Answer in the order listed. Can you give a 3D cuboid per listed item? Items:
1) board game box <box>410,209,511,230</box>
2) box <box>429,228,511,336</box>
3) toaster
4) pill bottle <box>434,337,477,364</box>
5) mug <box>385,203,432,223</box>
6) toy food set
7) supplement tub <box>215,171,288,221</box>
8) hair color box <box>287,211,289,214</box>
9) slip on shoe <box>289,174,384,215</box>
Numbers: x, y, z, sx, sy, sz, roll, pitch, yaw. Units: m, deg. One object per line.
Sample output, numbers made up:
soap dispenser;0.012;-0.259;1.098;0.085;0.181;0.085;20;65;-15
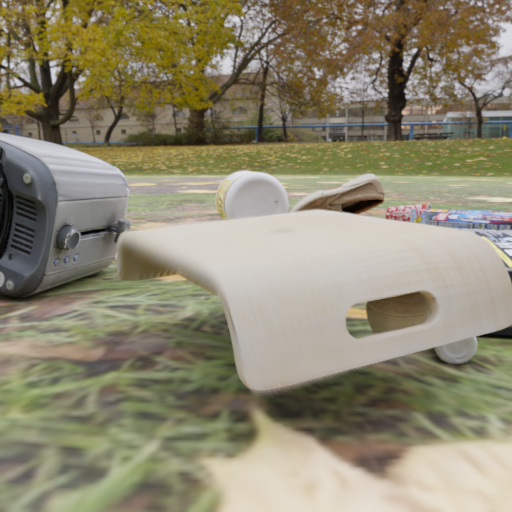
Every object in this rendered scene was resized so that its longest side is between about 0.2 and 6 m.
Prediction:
board game box;3.682;-0.397;9.723;2.209;0.682;2.211;5;11;26
box;3.064;0.180;6.382;2.419;0.737;3.001;0;10;12
toaster;-3.301;-0.709;7.535;3.217;1.828;2.078;18;12;20
pill bottle;1.639;0.672;4.760;0.335;0.335;0.560;1;10;8
mug;3.484;-0.787;12.716;0.933;0.828;0.622;1;46;31
toy food set;0.213;0.224;4.676;2.130;0.897;2.968;-8;12;-26
supplement tub;-0.153;-1.150;12.075;1.333;1.333;1.846;-2;10;-13
hair color box;0.234;-0.921;13.541;0.620;0.379;1.252;-7;12;-33
slip on shoe;1.763;-1.051;12.411;2.220;0.673;0.844;-21;-34;6
